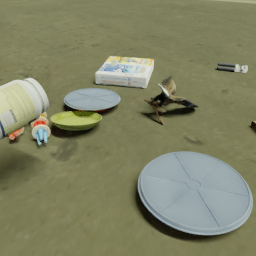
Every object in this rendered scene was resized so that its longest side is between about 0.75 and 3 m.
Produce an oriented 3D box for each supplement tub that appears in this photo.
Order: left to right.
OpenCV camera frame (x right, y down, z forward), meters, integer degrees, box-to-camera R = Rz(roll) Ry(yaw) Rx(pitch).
[{"bbox_3d":[-2.524,-0.438,6.050,0.989,0.989,1.364,25,45,34],"label":"supplement tub"}]

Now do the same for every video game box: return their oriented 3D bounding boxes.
[{"bbox_3d":[-0.072,-2.578,12.652,2.218,0.570,2.434,8,33,8],"label":"video game box"}]

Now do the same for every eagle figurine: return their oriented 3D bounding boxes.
[{"bbox_3d":[1.486,-1.053,9.726,1.775,1.347,1.339,-24,19,-25],"label":"eagle figurine"}]

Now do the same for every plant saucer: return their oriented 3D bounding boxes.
[{"bbox_3d":[-1.635,-0.225,8.930,1.605,0.249,1.605,1,18,0],"label":"plant saucer"}]

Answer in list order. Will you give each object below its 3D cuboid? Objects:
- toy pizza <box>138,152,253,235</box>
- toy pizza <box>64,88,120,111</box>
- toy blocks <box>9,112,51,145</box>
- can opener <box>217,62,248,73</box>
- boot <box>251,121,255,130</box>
[{"bbox_3d":[1.484,1.426,6.408,2.533,0.401,2.533,1,33,-1],"label":"toy pizza"},{"bbox_3d":[-1.298,-0.991,10.262,2.040,0.323,2.040,1,27,-1],"label":"toy pizza"},{"bbox_3d":[-3.024,0.053,8.449,1.275,0.555,1.530,-10,33,-16],"label":"toy blocks"},{"bbox_3d":[4.983,-2.853,13.364,1.412,0.372,0.469,11,-1,14],"label":"can opener"},{"bbox_3d":[4.248,0.019,8.767,0.435,0.305,0.812,2,31,-7],"label":"boot"}]
